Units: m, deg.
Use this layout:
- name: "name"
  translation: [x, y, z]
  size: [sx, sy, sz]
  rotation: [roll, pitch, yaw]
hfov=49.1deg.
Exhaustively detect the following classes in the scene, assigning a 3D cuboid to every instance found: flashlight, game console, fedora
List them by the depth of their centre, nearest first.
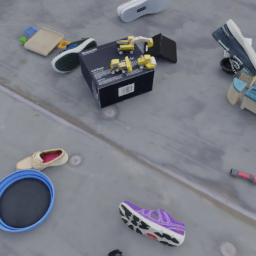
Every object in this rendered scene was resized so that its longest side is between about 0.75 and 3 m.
- name: "flashlight"
  translation: [3.705, 1.534, 8.857]
  size: [0.890, 0.301, 0.303]
  rotation: [16, 70, 11]
- name: "fedora"
  translation: [4.224, -2.496, 11.520]
  size: [0.942, 0.430, 0.942]
  rotation: [-2, 54, 3]
- name: "game console"
  translation: [1.414, -3.384, 12.311]
  size: [1.240, 0.820, 1.410]
  rotation: [-16, 51, 26]

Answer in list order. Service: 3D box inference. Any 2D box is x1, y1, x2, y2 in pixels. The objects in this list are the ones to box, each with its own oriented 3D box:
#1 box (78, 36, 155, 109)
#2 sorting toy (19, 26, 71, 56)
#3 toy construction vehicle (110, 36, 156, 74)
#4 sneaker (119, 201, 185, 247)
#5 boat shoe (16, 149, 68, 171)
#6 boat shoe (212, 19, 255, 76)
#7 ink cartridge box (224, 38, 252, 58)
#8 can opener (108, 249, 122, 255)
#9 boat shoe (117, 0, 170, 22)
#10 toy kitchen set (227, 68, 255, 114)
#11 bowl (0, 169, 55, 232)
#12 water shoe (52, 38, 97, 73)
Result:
- name: "box"
  translation: [-0.453, -2.188, 10.842]
  size: [2.288, 1.191, 2.084]
  rotation: [-20, 60, -14]
- name: "sorting toy"
  translation: [-3.700, -3.807, 12.497]
  size: [2.445, 0.333, 1.377]
  rotation: [24, 63, 15]
- name: "toy construction vehicle"
  translation: [0.152, -2.678, 10.094]
  size: [1.660, 0.585, 1.446]
  rotation: [-3, 56, -3]
- name: "sneaker"
  translation: [0.675, 2.613, 7.988]
  size: [1.986, 0.801, 0.828]
  rotation: [26, 44, 7]
- name: "boat shoe"
  translation: [-2.807, 0.997, 9.046]
  size: [1.666, 0.576, 0.614]
  rotation: [-15, 57, -10]
- name: "boat shoe"
  translation: [2.461, -1.661, 6.234]
  size: [0.515, 1.667, 0.624]
  rotation: [-27, 47, 34]
- name: "ink cartridge box"
  translation: [4.696, -3.414, 11.987]
  size: [0.944, 0.693, 0.690]
  rotation: [13, 56, 9]
- name: "can opener"
  translation: [-0.585, 3.630, 7.466]
  size: [1.023, 0.402, 0.324]
  rotation: [-24, 98, -12]
- name: "boat shoe"
  translation: [0.693, -6.106, 13.758]
  size: [2.679, 0.990, 1.142]
  rotation: [-26, 55, -5]
- name: "toy kitchen set"
  translation: [5.286, -1.485, 10.171]
  size: [2.580, 1.520, 2.067]
  rotation: [36, 63, 21]
- name: "bowl"
  translation: [-3.124, 2.165, 8.377]
  size: [1.894, 0.372, 1.894]
  rotation: [0, 56, 0]
- name: "water shoe"
  translation: [-2.348, -3.080, 11.813]
  size: [0.922, 0.835, 2.336]
  rotation: [27, 51, 36]
